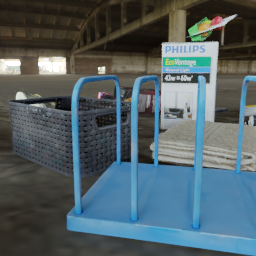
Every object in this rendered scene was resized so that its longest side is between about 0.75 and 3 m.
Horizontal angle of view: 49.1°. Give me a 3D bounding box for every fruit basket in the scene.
[{"bbox_3d":[2.335,-2.795,7.814,1.136,0.533,1.052,0,31,40],"label":"fruit basket"}]

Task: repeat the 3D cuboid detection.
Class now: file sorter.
[{"bbox_3d":[0.879,0.202,3.527,2.771,1.700,1.923,2,11,13],"label":"file sorter"}]

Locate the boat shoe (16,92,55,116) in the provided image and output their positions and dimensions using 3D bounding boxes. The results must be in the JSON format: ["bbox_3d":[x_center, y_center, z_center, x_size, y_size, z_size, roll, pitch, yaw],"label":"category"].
[{"bbox_3d":[-3.499,-0.832,10.518,0.745,0.891,2.492,-10,22,-40],"label":"boat shoe"}]

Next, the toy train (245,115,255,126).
[{"bbox_3d":[3.754,-0.103,7.014,1.506,0.642,0.858,3,-16,15],"label":"toy train"}]

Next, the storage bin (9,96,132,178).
[{"bbox_3d":[-1.136,0.021,5.729,2.460,1.153,1.663,10,15,42],"label":"storage bin"}]

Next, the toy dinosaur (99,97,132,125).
[{"bbox_3d":[-0.515,-0.512,9.113,1.833,0.554,0.974,-39,-9,-28],"label":"toy dinosaur"}]

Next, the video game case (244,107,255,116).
[{"bbox_3d":[4.951,-0.406,8.269,2.293,0.298,2.519,6,1,4],"label":"video game case"}]

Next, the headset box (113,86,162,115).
[{"bbox_3d":[0.774,-1.093,11.158,2.340,0.878,1.739,1,14,-21],"label":"headset box"}]

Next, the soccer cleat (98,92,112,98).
[{"bbox_3d":[-1.229,-1.818,15.952,0.483,0.519,1.417,6,13,28],"label":"soccer cleat"}]

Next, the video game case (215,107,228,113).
[{"bbox_3d":[3.528,-0.771,11.967,1.293,0.123,0.924,-12,17,-42],"label":"video game case"}]

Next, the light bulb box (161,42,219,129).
[{"bbox_3d":[1.973,-1.370,8.975,1.570,2.515,2.493,3,13,14],"label":"light bulb box"}]

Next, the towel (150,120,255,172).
[{"bbox_3d":[1.799,0.305,6.001,1.942,0.505,2.931,8,14,27],"label":"towel"}]

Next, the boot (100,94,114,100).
[{"bbox_3d":[-0.858,-1.525,14.974,1.235,0.462,0.599,10,2,1],"label":"boot"}]

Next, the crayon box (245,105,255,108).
[{"bbox_3d":[5.281,-0.594,10.412,1.201,0.406,1.392,-9,14,-30],"label":"crayon box"}]
